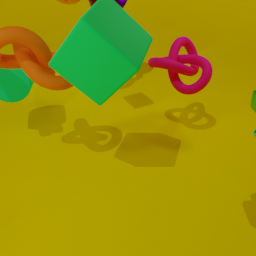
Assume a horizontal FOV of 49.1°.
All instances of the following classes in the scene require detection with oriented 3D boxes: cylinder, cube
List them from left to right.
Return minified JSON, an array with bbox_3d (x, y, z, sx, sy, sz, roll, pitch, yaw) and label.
[{"bbox_3d":[-3.126,-1.360,7.602,1.075,1.075,1.075,-6,25,-9],"label":"cylinder"},{"bbox_3d":[-0.440,-1.334,4.861,1.142,1.142,1.142,38,43,-17],"label":"cube"}]

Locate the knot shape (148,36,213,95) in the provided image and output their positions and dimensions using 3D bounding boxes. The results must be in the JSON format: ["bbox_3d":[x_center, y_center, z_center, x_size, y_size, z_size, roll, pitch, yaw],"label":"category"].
[{"bbox_3d":[1.452,-1.738,7.374,1.647,0.761,1.541,27,55,8],"label":"knot shape"}]

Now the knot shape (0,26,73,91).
[{"bbox_3d":[-1.998,-1.447,5.975,1.926,0.890,1.802,21,3,-26],"label":"knot shape"}]

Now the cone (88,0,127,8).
[{"bbox_3d":[-1.095,-4.804,9.489,1.654,1.654,1.660,33,3,40],"label":"cone"}]

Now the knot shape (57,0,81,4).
[{"bbox_3d":[-1.380,-4.389,8.439,1.698,0.838,1.814,-41,28,-24],"label":"knot shape"}]

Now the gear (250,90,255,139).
[{"bbox_3d":[2.438,-0.248,2.977,2.050,2.050,0.379,2,29,3],"label":"gear"}]
